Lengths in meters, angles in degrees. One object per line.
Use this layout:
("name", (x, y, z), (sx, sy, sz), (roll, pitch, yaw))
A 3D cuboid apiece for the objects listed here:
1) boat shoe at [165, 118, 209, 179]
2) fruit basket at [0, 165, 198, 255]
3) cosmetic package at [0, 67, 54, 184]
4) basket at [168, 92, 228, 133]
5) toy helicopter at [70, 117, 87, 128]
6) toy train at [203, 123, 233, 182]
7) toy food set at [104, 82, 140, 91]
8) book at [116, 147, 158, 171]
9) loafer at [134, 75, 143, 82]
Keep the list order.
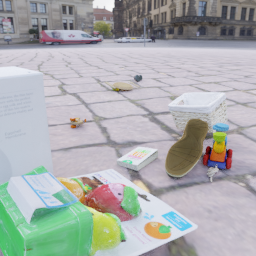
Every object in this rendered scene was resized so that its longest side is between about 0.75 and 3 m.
("boat shoe", (1.693, 0.656, 7.823), (0.858, 0.760, 2.344), (19, 45, 24))
("fruit basket", (-0.704, 1.386, 4.978), (2.942, 1.379, 2.725), (-11, 23, -36))
("cosmetic package", (-3.254, 0.283, 5.812), (2.799, 2.808, 1.726), (-16, 26, -38))
("basket", (2.481, -0.549, 9.816), (1.168, 1.063, 1.723), (-34, 26, -34))
("toy helicopter", (-1.941, -0.289, 10.960), (0.622, 0.371, 0.940), (-4, 15, -9))
("toy train", (2.436, 0.589, 7.549), (0.761, 1.041, 1.799), (7, 21, 20))
("toy food set", (-0.333, -2.442, 16.888), (1.956, 0.393, 1.350), (-6, 28, -32))
("book", (0.284, 0.864, 8.035), (0.720, 0.259, 1.078), (10, 24, 35))
("loafer", (0.627, -3.438, 19.477), (0.426, 0.486, 1.354), (-12, 7, 24))
